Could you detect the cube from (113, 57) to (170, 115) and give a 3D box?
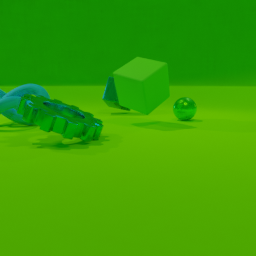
[{"bbox_3d":[0.400,-1.198,7.811,1.078,1.078,1.078,23,49,37],"label":"cube"}]

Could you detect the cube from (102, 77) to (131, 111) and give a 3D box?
[{"bbox_3d":[-0.315,-1.285,10.650,0.932,0.932,0.932,13,-10,13],"label":"cube"}]

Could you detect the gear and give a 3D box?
[{"bbox_3d":[-1.385,-0.235,5.881,1.738,0.321,1.738,21,11,-4],"label":"gear"}]

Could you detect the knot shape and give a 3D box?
[{"bbox_3d":[-3.319,-0.599,7.709,1.998,0.923,1.869,12,28,14],"label":"knot shape"}]

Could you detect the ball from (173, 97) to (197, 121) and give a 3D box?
[{"bbox_3d":[1.791,-0.601,8.839,0.742,0.742,0.742,0,9,0],"label":"ball"}]
